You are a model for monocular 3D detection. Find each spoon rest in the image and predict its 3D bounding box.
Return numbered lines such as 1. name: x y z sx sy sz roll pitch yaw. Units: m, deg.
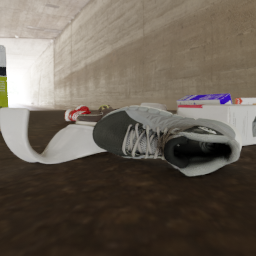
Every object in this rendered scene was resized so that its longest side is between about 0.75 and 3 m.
1. spoon rest: -1.070 0.246 4.696 1.201 0.733 2.418 4 -8 25

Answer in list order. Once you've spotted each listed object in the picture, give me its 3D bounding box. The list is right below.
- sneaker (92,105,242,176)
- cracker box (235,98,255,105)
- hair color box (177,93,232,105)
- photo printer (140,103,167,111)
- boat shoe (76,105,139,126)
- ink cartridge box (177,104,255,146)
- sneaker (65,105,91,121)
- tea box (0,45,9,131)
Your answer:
1. sneaker: 0.407 0.147 3.921 2.321 0.871 1.340 2 7 16
2. cracker box: 4.913 -0.558 10.497 1.724 1.155 0.497 1 6 16
3. hair color box: 2.857 -0.615 10.373 0.680 1.147 2.099 -29 19 -30
4. photo printer: 1.171 -0.729 13.911 1.415 0.590 1.700 5 24 10
5. boat shoe: -0.796 -0.558 12.116 2.982 0.888 1.071 -2 5 -24
6. ink cartridge box: 2.442 -0.121 6.707 2.125 0.910 1.568 -5 6 -34
7. sneaker: -2.466 -0.724 15.865 1.297 0.880 2.246 10 20 19
8. tea box: -5.406 -1.216 8.793 2.777 2.732 1.855 3 5 31
